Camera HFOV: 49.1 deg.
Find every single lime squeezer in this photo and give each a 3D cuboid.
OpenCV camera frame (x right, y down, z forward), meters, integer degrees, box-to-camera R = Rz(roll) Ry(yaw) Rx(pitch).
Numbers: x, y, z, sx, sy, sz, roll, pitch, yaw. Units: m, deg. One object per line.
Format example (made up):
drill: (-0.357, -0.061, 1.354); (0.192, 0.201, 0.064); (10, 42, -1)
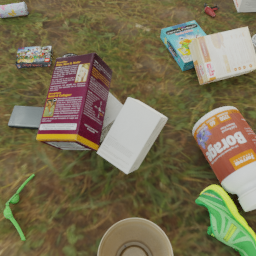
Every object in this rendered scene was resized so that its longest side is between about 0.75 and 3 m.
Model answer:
lime squeezer: (-3.281, 2.273, 8.335); (0.705, 0.377, 1.997); (-2, 58, -1)

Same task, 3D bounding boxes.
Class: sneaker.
sneaker: (2.799, 2.860, 7.773); (1.068, 0.946, 2.555); (-31, 60, 1)

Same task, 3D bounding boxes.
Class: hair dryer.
hair dryer: (3.998, -5.614, 13.241); (0.773, 0.276, 1.015); (4, 59, 1)

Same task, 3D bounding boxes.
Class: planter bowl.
planter bowl: (0.180, 3.353, 7.163); (1.808, 1.217, 1.808); (0, 59, 0)

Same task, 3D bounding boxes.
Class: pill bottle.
pill bottle: (3.284, 0.896, 8.418); (1.624, 1.624, 2.895); (-18, 60, -11)

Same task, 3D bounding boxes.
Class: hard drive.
hard drive: (-3.552, -0.378, 10.054); (1.238, 0.204, 0.864); (4, 58, 2)

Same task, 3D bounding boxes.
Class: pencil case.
pencil case: (-5.361, -5.483, 12.994); (1.342, 0.558, 0.609); (-11, 56, -6)

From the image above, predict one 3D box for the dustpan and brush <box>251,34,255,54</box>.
dustpan and brush: (5.457, -3.508, 11.729); (2.196, 0.629, 1.533); (1, 58, 1)

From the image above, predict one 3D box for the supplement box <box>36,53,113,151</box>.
supplement box: (-1.559, -0.759, 8.522); (1.503, 1.167, 2.724); (-1, 70, 28)

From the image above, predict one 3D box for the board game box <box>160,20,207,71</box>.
board game box: (2.569, -3.522, 11.814); (1.627, 0.506, 2.155); (-19, 60, -11)

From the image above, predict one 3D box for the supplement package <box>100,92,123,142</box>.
supplement package: (-0.879, -0.357, 9.686); (1.431, 0.794, 1.115); (-36, 65, -20)

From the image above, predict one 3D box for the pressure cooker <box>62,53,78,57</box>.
pressure cooker: (-2.189, -2.292, 10.860); (0.860, 0.873, 0.978); (-25, 53, 30)

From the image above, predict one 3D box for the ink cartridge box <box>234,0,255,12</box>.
ink cartridge box: (5.595, -6.753, 12.748); (0.976, 2.315, 1.690); (-2, 58, 1)

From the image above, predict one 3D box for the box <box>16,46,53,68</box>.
box: (-3.865, -2.946, 11.600); (1.394, 0.263, 0.952); (-4, 58, -3)

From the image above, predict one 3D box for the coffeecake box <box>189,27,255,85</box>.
coffeecake box: (3.673, -2.763, 10.779); (2.180, 0.796, 1.673); (-15, 88, -10)

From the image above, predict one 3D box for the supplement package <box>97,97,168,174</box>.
supplement package: (0.165, 0.213, 8.268); (1.141, 1.127, 1.881); (33, 100, 16)
